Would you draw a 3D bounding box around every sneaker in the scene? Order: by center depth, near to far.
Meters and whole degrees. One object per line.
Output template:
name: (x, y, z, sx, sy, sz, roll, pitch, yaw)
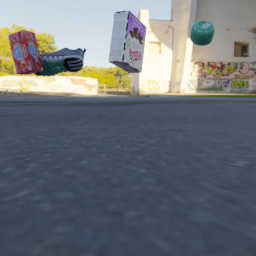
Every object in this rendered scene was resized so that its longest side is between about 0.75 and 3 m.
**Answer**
sneaker: (-2.679, -2.543, 10.465, 2.297, 0.855, 1.006, 1, 48, 9)

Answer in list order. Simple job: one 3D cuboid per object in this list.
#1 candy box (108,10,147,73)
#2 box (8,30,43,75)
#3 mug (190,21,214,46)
candy box: (0.025, -2.756, 9.198, 0.580, 1.621, 1.360, 6, -2, 29)
box: (-3.411, -2.494, 9.359, 0.666, 1.336, 0.638, -9, 6, 21)
mug: (2.110, -2.774, 7.944, 0.638, 0.777, 0.480, 0, -34, 4)
